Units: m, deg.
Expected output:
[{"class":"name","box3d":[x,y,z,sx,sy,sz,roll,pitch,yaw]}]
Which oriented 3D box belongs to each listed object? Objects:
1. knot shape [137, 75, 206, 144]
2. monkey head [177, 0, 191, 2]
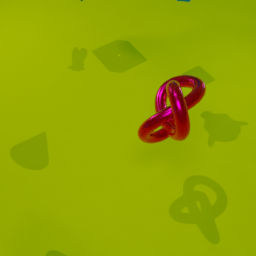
[{"class":"knot shape","box3d":[0.782,-0.305,4.869,0.709,1.435,1.534,30,94,-4]},{"class":"monkey head","box3d":[1.291,-3.140,5.626,1.484,0.894,1.067,-39,98,-10]}]
